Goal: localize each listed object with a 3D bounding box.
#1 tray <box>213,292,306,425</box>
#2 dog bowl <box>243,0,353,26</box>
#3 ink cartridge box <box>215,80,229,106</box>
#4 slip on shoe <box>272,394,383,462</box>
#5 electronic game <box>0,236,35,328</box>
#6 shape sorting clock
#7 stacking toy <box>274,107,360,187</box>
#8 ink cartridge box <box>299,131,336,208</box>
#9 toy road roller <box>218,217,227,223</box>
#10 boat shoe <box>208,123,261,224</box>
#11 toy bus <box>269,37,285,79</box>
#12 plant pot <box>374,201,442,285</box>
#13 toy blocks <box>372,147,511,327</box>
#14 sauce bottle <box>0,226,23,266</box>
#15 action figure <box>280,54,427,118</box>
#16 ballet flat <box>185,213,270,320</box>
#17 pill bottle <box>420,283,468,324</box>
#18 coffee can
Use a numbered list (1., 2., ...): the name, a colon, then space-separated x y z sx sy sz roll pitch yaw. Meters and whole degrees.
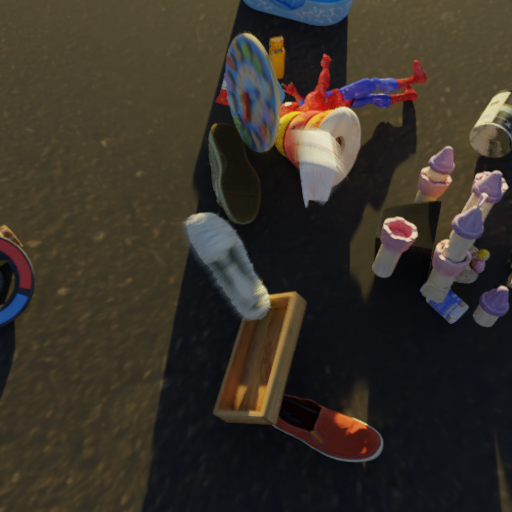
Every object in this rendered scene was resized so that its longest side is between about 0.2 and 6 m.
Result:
1. tray: 0.095 1.740 9.668 1.112 0.418 2.255 -11 50 40
2. dog bowl: 1.050 -7.214 15.075 3.381 0.838 1.885 20 61 11
3. ink cartridge box: -0.444 -4.044 13.543 0.816 0.254 1.014 17 59 10
4. slip on shoe: 1.105 2.817 9.243 2.016 0.617 0.747 20 60 11
5. electronic game: -5.074 0.482 10.384 1.826 0.380 1.826 2 83 -16
6. shape sorting clock: -0.137 -3.380 11.799 0.473 2.413 2.413 -21 61 -23
7. stacking toy: 0.932 -2.554 12.157 2.310 1.688 1.688 25 61 34
8. ink cartridge box: 1.082 -1.515 9.893 0.451 0.785 1.341 4 44 -5
9. toy road roller: -0.743 -0.383 10.819 0.544 0.886 0.647 30 91 37
10. boat shoe: -0.548 -1.663 11.940 0.895 0.772 2.454 -8 65 -23
11. toy bus: 0.500 -4.783 13.543 0.318 0.978 0.383 -11 60 -6
12. plant pot: 2.902 -0.321 10.834 1.087 1.222 1.225 12 60 17
13. toy blocks: 3.978 -0.600 9.959 2.818 2.372 2.633 29 47 16
14. sauce bottle: -5.496 0.213 10.768 1.977 0.652 0.652 -40 67 -23
15. action figure: 1.976 -4.015 13.006 3.428 1.118 1.697 -19 68 -13
16. ballet flat: -0.447 0.142 9.821 0.801 0.801 2.232 -35 90 -19
17. pill bottle: 3.504 0.824 10.507 0.470 0.470 0.838 -34 65 -18
18. coffee can: 5.458 -2.942 12.476 0.934 0.934 1.276 30 64 17
